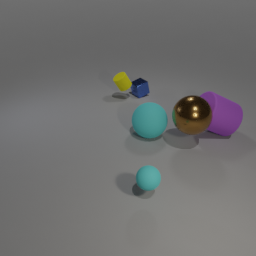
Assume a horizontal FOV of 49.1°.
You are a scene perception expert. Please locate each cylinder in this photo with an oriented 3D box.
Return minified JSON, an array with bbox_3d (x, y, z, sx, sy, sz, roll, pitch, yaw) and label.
[{"bbox_3d":[-0.275,-2.296,13.877,0.700,0.700,0.700,-23,37,19],"label":"cylinder"},{"bbox_3d":[3.448,-0.541,10.916,1.400,1.400,1.400,19,23,-23],"label":"cylinder"}]

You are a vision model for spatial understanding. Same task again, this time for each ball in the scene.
[{"bbox_3d":[0.567,1.397,7.826,0.700,0.700,0.700,0,30,0],"label":"ball"},{"bbox_3d":[2.260,-0.454,9.876,1.400,1.400,1.400,0,30,0],"label":"ball"},{"bbox_3d":[0.844,-0.299,10.937,1.400,1.400,1.400,0,30,0],"label":"ball"}]

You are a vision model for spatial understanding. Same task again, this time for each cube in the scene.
[{"bbox_3d":[0.614,-2.095,14.612,0.700,0.700,0.700,-29,39,-19],"label":"cube"}]
